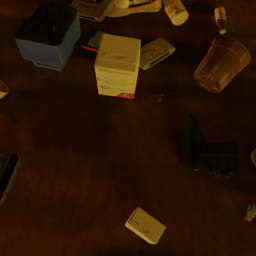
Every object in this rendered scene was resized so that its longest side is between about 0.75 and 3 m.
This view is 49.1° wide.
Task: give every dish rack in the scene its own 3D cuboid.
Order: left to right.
[{"bbox_3d":[-5.636,1.710,10.761,2.716,0.741,2.083,15,67,6],"label":"dish rack"}]

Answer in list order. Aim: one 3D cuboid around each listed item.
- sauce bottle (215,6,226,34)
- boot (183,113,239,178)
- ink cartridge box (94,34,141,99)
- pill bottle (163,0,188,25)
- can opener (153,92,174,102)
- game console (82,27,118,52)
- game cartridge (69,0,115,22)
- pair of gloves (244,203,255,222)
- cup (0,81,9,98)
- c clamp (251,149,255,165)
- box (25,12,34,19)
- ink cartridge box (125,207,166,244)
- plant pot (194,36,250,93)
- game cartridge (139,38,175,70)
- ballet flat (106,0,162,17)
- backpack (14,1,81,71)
[{"bbox_3d":[4.595,-5.318,13.801,0.484,0.484,1.467,-2,69,-1],"label":"sauce bottle"},{"bbox_3d":[3.248,0.675,11.079,2.047,0.924,2.498,3,75,4],"label":"boot"},{"bbox_3d":[-0.390,-2.500,11.652,1.609,2.215,1.602,9,69,2],"label":"ink cartridge box"},{"bbox_3d":[2.302,-5.899,13.837,0.830,0.830,1.473,-20,70,-8],"label":"pill bottle"},{"bbox_3d":[1.591,-1.412,12.275,0.944,0.299,0.371,-16,68,-6],"label":"can opener"},{"bbox_3d":[-1.355,-4.216,13.473,1.470,0.228,1.300,19,69,7],"label":"game console"},{"bbox_3d":[-1.878,-6.017,13.833,2.172,0.417,1.408,22,74,26],"label":"game cartridge"},{"bbox_3d":[4.850,3.316,10.433,0.950,0.108,0.763,38,74,15],"label":"pair of gloves"},{"bbox_3d":[-5.908,-1.606,12.000,0.860,1.203,1.203,-47,73,12],"label":"cup"},{"bbox_3d":[5.980,1.262,11.195,1.881,0.255,1.607,-21,69,-9],"label":"c clamp"},{"bbox_3d":[-4.067,-5.182,13.559,1.376,0.789,0.909,-30,71,-12],"label":"box"},{"bbox_3d":[0.560,3.363,9.587,1.146,1.563,0.649,34,71,9],"label":"ink cartridge box"},{"bbox_3d":[3.909,-2.627,12.075,1.837,1.837,1.819,38,80,14],"label":"plant pot"},{"bbox_3d":[1.134,-3.443,12.880,1.741,0.362,1.159,-34,57,-5],"label":"game cartridge"},{"bbox_3d":[0.209,-6.266,13.899,2.967,0.998,1.010,-10,68,-4],"label":"ballet flat"},{"bbox_3d":[-3.340,-4.051,12.307,2.169,2.240,2.669,15,63,3],"label":"backpack"}]
